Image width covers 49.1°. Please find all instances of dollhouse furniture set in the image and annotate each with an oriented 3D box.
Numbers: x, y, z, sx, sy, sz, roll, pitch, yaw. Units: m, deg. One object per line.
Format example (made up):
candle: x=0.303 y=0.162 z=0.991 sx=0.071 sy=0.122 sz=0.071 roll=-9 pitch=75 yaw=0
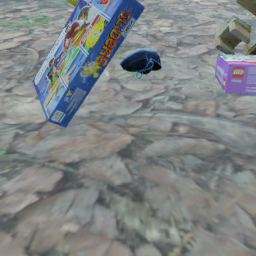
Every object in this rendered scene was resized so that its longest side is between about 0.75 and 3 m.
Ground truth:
dollhouse furniture set: x=3.113 y=-2.090 z=5.122 sx=2.324 sy=2.037 sz=1.544 roll=27 pitch=47 yaw=-14

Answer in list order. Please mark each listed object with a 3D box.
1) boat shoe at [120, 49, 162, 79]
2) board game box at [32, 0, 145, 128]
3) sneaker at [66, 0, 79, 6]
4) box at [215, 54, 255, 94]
boat shoe: x=0.386 y=-1.404 z=6.046 sx=1.380 sy=0.581 sz=0.474 roll=-27 pitch=85 yaw=-47
board game box: x=-0.880 y=-1.434 z=5.139 sx=0.419 sy=2.433 sz=1.647 roll=23 pitch=21 yaw=-39
sneaker: x=-2.249 y=-3.966 z=7.686 sx=2.080 sy=0.939 sz=0.813 roll=28 pitch=35 yaw=-31
box: x=2.495 y=-0.801 z=4.178 sx=2.181 sy=0.426 sz=1.492 roll=5 pitch=19 yaw=11
